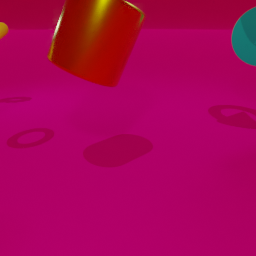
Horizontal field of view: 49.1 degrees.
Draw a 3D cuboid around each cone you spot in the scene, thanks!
[{"bbox_3d":[3.140,-2.204,6.397,1.269,1.269,1.274,11,32,26],"label":"cone"}]

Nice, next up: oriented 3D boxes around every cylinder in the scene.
[{"bbox_3d":[-0.494,-1.421,4.363,1.199,1.199,1.199,23,16,-7],"label":"cylinder"}]

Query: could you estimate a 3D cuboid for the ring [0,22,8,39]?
[{"bbox_3d":[-2.695,-1.513,5.139,1.190,0.238,1.190,-29,30,18],"label":"ring"}]
